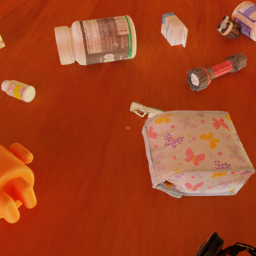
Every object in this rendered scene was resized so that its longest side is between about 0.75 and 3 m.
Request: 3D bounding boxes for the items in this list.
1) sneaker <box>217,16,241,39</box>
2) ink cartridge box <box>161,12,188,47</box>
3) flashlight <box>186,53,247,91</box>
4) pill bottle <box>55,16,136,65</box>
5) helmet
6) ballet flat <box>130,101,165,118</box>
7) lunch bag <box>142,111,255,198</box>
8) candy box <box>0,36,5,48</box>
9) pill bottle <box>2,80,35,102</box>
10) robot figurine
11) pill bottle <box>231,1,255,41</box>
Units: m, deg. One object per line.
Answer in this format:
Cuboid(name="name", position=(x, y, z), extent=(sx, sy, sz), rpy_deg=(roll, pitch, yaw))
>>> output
Cuboid(name="sneaker", position=(4.304, -4.167, 11.796), extent=(0.864, 0.634, 1.909), rpy_deg=(29, 33, -9))
Cuboid(name="ink cartridge box", position=(1.866, -3.983, 11.448), extent=(0.479, 0.832, 1.436), rpy_deg=(-13, 49, -12))
Cuboid(name="flashlight", position=(3.126, -2.010, 9.693), extent=(2.311, 0.785, 0.782), rpy_deg=(-24, 49, -19))
Cuboid(name="pill bottle", position=(-1.176, -3.153, 10.212), extent=(2.723, 1.540, 1.540), rpy_deg=(-10, 49, -9))
Cuboid(name="helmet", position=(1.674, 2.896, 4.404), extent=(2.022, 2.022, 1.927), rpy_deg=(25, 53, 21))
Cuboid(name="ballet flat", position=(0.614, -0.475, 8.662), extent=(1.191, 0.402, 0.371), rpy_deg=(20, 79, 22))
Cuboid(name="lunch bag", position=(1.536, 0.617, 6.922), extent=(2.252, 1.432, 1.910), rpy_deg=(1, 49, -13))
Cuboid(name="candy box", position=(-5.597, -4.114, 10.765), extent=(0.555, 2.005, 1.157), rpy_deg=(-36, 57, -24))
Cuboid(name="pill bottle", position=(-3.608, -1.247, 9.176), extent=(1.021, 0.532, 0.532), rpy_deg=(20, 51, 17))
Cuboid(name="robot figurine", position=(-3.165, 1.109, 6.481), extent=(2.411, 1.406, 1.734), rpy_deg=(30, 89, 24))
Cuboid(name="pill bottle", position=(5.307, -4.294, 11.543), extent=(1.114, 1.114, 1.989), rpy_deg=(-18, 51, -16))
